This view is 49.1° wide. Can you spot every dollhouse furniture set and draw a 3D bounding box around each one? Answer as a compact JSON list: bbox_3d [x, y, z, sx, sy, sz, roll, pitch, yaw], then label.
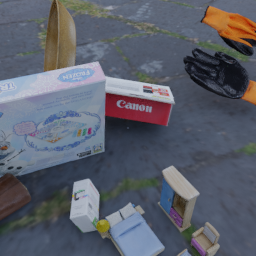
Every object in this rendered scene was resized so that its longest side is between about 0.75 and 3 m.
[{"bbox_3d":[0.450,1.693,4.705,1.610,1.050,1.519,-23,46,-23],"label":"dollhouse furniture set"}]

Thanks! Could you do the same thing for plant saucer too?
[{"bbox_3d":[-1.843,-1.882,7.480,0.510,2.880,2.880,2,39,-22],"label":"plant saucer"}]

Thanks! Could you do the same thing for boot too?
[{"bbox_3d":[-2.354,1.727,5.104,1.656,0.571,1.777,38,43,18],"label":"boot"}]

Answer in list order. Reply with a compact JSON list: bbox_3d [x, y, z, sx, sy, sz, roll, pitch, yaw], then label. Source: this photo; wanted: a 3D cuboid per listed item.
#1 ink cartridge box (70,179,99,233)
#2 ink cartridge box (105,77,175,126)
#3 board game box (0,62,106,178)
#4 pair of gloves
[{"bbox_3d":[-0.799,1.457,5.288,0.332,0.573,0.792,-15,42,9],"label":"ink cartridge box"},{"bbox_3d":[0.157,-0.648,6.990,1.809,0.758,1.588,9,21,-1],"label":"ink cartridge box"},{"bbox_3d":[-1.677,-0.009,5.494,2.469,2.457,0.536,-15,59,-16],"label":"board game box"},{"bbox_3d":[3.002,-2.112,8.035,2.481,0.344,2.785,25,73,3],"label":"pair of gloves"}]
